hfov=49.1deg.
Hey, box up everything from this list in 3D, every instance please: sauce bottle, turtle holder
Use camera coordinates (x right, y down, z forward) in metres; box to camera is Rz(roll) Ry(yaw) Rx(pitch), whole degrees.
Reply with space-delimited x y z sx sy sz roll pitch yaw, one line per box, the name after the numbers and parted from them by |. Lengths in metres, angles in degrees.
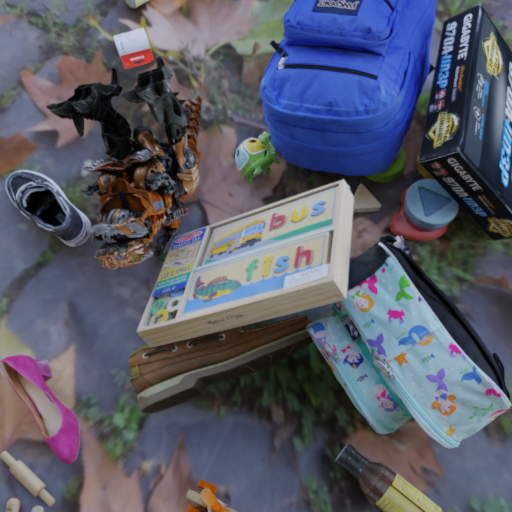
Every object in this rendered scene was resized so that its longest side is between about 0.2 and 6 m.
2.210 3.883 9.253 1.965 0.636 0.636 38 70 17 | sauce bottle
-0.028 -2.088 11.805 0.826 1.088 0.772 -33 85 -8 | turtle holder

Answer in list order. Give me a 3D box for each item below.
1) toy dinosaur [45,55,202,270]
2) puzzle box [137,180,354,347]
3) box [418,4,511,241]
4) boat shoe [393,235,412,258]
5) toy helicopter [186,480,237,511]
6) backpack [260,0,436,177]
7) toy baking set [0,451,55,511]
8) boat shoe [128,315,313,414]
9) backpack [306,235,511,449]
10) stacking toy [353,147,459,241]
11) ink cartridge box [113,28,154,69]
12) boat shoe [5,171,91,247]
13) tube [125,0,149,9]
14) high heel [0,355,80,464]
-2.184 -1.906 11.022 2.438 3.240 4.773 -18 36 7 | toy dinosaur
-0.159 0.123 9.670 3.755 0.477 2.498 -17 37 26 | puzzle box
4.614 -2.618 11.251 2.957 0.856 3.721 35 60 -33 | box
2.411 0.239 11.061 1.530 0.571 0.710 -30 84 -2 | boat shoe
-0.470 4.090 8.980 1.404 0.928 0.554 21 66 10 | toy helicopter
1.697 -3.854 11.483 3.198 3.303 3.936 12 66 24 | backpack
-4.153 4.321 9.287 2.026 0.236 1.555 31 71 14 | toy baking set
-0.606 1.605 9.998 3.444 1.239 1.171 -19 67 -9 | boat shoe
2.491 1.588 9.144 2.372 2.797 3.151 -44 69 7 | backpack
3.206 -1.721 11.691 2.280 1.064 2.519 15 65 7 | stacking toy
-3.007 -5.113 13.785 0.787 0.276 0.968 -19 62 -9 | ink cartridge box
-4.398 -1.107 11.305 2.560 0.868 0.918 39 85 28 | boat shoe
-2.512 -7.206 14.647 2.135 0.554 0.620 -40 109 -22 | tube
-3.701 2.600 9.545 0.689 0.981 2.045 -32 66 15 | high heel
